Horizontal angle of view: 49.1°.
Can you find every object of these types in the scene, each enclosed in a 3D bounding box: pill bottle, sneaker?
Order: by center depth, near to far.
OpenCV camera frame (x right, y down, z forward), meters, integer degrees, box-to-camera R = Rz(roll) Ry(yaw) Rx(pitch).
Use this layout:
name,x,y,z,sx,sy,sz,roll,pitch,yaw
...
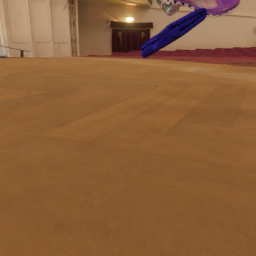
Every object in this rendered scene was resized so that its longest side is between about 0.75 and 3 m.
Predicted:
name,x,y,z,sx,sy,sz,roll,pitch,yaw
sneaker,2.064,-3.969,8.042,2.371,0.953,1.048,18,-13,11
pill bottle,1.218,-4.146,9.017,0.546,0.966,0.546,-32,-14,-9

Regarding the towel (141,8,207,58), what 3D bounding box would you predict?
name,x,y,z,sx,sy,sz,roll,pitch,yaw
towel,1.275,-2.840,8.319,1.429,0.479,1.935,-42,14,-25
